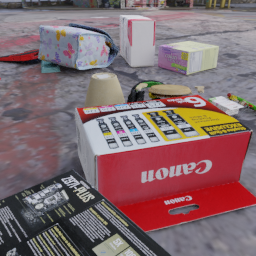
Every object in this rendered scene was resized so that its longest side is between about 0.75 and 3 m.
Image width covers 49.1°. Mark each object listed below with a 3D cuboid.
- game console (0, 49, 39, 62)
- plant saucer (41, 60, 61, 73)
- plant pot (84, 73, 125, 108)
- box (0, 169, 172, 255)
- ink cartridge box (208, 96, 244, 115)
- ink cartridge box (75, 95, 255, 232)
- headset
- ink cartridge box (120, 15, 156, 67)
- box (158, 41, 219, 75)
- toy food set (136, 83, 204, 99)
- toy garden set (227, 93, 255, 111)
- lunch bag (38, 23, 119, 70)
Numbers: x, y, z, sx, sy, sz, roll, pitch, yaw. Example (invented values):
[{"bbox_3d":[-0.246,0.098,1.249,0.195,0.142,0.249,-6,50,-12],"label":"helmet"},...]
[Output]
[{"bbox_3d":[-4.787,-3.589,13.756,2.034,0.357,2.300,4,24,32],"label":"game console"},{"bbox_3d":[-3.508,-2.876,12.589,0.789,0.214,2.257,-7,29,-14],"label":"plant saucer"},{"bbox_3d":[-0.588,-0.687,7.049,1.208,1.290,1.208,-1,27,0],"label":"plant pot"},{"bbox_3d":[-0.764,1.558,3.027,1.710,0.899,2.088,-21,34,-36],"label":"box"},{"bbox_3d":[2.755,-0.588,7.937,0.525,0.302,0.897,-12,29,-23],"label":"ink cartridge box"},{"bbox_3d":[0.624,0.432,4.991,2.725,1.143,2.393,-8,29,-17],"label":"ink cartridge box"},{"bbox_3d":[0.487,-0.651,7.239,1.165,0.887,1.887,24,55,14],"label":"headset"},{"bbox_3d":[0.371,-4.141,13.106,1.138,1.953,2.698,-5,27,-11],"label":"ink cartridge box"},{"bbox_3d":[2.609,-3.101,12.185,1.961,0.948,1.725,-19,32,-34],"label":"box"},{"bbox_3d":[1.020,-0.842,6.814,1.616,0.324,1.116,4,17,12],"label":"toy food set"},{"bbox_3d":[3.341,-0.655,7.982,0.830,0.199,0.996,16,21,-30],"label":"toy garden set"},{"bbox_3d":[-2.093,-3.593,12.260,2.376,1.781,2.802,20,22,29],"label":"lunch bag"}]
